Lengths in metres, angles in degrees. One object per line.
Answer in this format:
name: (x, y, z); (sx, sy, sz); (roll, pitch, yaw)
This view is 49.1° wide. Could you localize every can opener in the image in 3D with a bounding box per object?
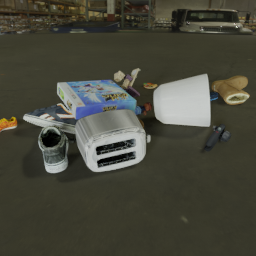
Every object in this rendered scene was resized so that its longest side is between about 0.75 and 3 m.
can opener: (3.108, 0.306, 9.848); (0.660, 0.532, 1.679); (18, 30, 33)

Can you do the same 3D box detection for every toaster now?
toaster: (-0.593, 0.371, 8.655); (2.472, 1.405, 1.597); (-10, 28, -16)

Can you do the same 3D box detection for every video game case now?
video game case: (-1.241, -1.194, 10.801); (2.402, 0.546, 2.177); (-9, 35, -28)

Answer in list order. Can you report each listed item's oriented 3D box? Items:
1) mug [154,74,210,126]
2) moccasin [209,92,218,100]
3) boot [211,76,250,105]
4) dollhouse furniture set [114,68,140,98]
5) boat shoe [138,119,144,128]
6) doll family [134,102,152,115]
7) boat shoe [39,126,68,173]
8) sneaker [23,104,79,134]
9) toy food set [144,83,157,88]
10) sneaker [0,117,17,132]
mug: (2.202, -0.882, 11.457); (2.105, 2.565, 2.054); (-4, 56, 12)
moccasin: (3.779, -1.746, 14.338); (1.741, 0.594, 0.700); (-3, 24, -6)
boot: (5.708, -1.966, 14.681); (2.134, 0.806, 2.436); (-14, 23, 1)
dollhouse furniture set: (-0.313, -2.256, 12.873); (1.821, 1.443, 1.292); (-6, 55, 50)
boat shoe: (-0.182, -0.119, 9.982); (1.559, 0.571, 0.489); (13, -19, -30)
doll family: (-0.188, -0.830, 11.826); (1.614, 1.095, 2.791); (-13, 35, -32)
boat shoe: (-2.400, 0.382, 9.128); (0.979, 0.963, 2.717); (-9, 25, -19)
sneaker: (-2.780, -0.434, 10.707); (2.385, 0.947, 0.935); (11, -11, 12)
toy food set: (1.293, -2.502, 16.525); (0.753, 0.185, 0.761); (-10, 27, -21)
sneaker: (-4.935, -0.112, 10.850); (0.462, 0.488, 1.266); (19, 32, 33)
